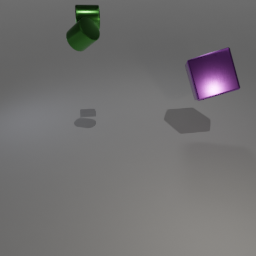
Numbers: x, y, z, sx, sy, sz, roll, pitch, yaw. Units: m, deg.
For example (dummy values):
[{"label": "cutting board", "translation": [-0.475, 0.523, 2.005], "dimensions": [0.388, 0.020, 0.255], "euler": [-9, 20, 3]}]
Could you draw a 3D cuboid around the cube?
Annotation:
[{"label": "cube", "translation": [2.874, -1.814, 9.738], "dimensions": [1.400, 1.400, 1.400], "euler": [-16, 4, 10]}]

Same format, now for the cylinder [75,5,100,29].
[{"label": "cylinder", "translation": [-1.212, -3.306, 8.381], "dimensions": [0.700, 0.700, 0.700], "euler": [-4, 31, -9]}]

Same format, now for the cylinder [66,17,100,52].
[{"label": "cylinder", "translation": [-1.273, -2.637, 7.924], "dimensions": [0.700, 0.700, 0.700], "euler": [-21, 12, 43]}]
